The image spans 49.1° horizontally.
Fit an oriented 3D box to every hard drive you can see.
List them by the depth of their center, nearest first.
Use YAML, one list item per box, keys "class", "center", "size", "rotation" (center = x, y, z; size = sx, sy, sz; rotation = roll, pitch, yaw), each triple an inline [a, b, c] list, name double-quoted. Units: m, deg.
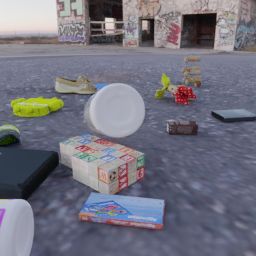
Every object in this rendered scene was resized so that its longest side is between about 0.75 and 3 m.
- class: "hard drive"
  center: [-3.427, 1.030, 6.963]
  size: [2.836, 0.466, 1.979]
  rotation: [3, 19, 9]
- class: "hard drive"
  center: [4.478, -0.531, 11.898]
  size: [1.520, 0.250, 1.061]
  rotation: [-4, 19, -11]

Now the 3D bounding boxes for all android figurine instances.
- class: "android figurine"
  center: [-4.256, -1.035, 13.011]
  size: [2.312, 0.522, 2.540]
  rotation: [5, 18, 13]

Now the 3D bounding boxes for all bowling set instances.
- class: "bowling set"
  center: [4.265, -3.538, 18.938]
  size: [1.311, 2.442, 1.699]
  rotation: [-1, 51, 16]

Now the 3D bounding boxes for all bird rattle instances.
- class: "bird rattle"
  center: [2.738, -1.985, 14.824]
  size: [1.994, 1.378, 2.446]
  rotation: [4, 14, -46]

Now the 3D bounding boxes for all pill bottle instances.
- class: "pill bottle"
  center: [-2.607, 1.642, 4.253]
  size: [2.073, 1.080, 1.080]
  rotation: [0, 19, -1]
- class: "pill bottle"
  center: [-0.558, -0.460, 8.466]
  size: [1.454, 1.454, 2.557]
  rotation: [-6, 1, -16]

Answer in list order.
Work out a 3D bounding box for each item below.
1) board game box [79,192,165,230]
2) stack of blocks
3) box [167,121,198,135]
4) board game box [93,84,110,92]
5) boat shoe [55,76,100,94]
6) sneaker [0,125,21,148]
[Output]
- class: "board game box"
  center: [-0.088, 1.649, 5.646]
  size: [1.605, 0.156, 0.826]
  rotation: [4, 18, 10]
- class: "stack of blocks"
  center: [-0.827, 0.841, 7.229]
  size: [2.232, 0.654, 1.285]
  rotation: [16, 25, 40]
- class: "box"
  center: [1.961, -0.012, 10.178]
  size: [1.060, 0.397, 0.531]
  rotation: [-1, 19, 1]
- class: "board game box"
  center: [-0.846, -2.047, 16.114]
  size: [1.890, 0.466, 2.392]
  rotation: [-7, 25, -33]
- class: "boat shoe"
  center: [-2.864, -2.604, 16.780]
  size: [2.990, 0.992, 1.106]
  rotation: [0, 18, -5]
- class: "sneaker"
  center: [-4.243, 0.384, 8.532]
  size: [2.029, 0.749, 0.821]
  rotation: [-16, 27, -35]
